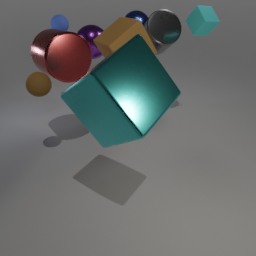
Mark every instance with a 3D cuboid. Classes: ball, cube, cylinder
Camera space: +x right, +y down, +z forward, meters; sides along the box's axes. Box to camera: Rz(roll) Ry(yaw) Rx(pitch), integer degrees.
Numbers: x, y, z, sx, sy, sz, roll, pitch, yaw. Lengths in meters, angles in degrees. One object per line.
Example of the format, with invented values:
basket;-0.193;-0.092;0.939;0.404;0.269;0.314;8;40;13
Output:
ball;-2.502;-1.225;7.853;0.700;0.700;0.700;0;30;0
cube;-0.146;-0.646;5.406;1.400;1.400;1.400;-48;17;-32
ball;0.409;-5.090;13.916;1.400;1.400;1.400;0;30;0
cube;2.560;-3.681;9.634;0.700;0.700;0.700;-11;71;-30
ball;-2.670;-4.076;10.974;0.700;0.700;0.700;0;30;0
cube;-0.109;-2.913;10.015;1.400;1.400;1.400;-43;38;-6
ball;-1.536;-3.634;11.859;1.400;1.400;1.400;0;30;0
cylinder;1.261;-3.848;11.386;1.400;1.400;1.400;-8;0;-13
cylinder;-1.994;-2.172;8.320;1.400;1.400;1.400;-18;29;-28
